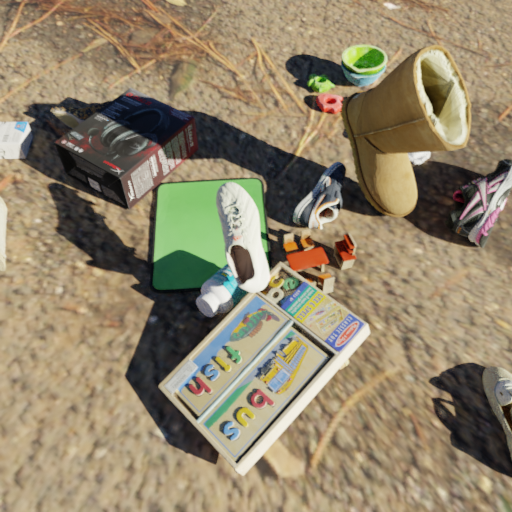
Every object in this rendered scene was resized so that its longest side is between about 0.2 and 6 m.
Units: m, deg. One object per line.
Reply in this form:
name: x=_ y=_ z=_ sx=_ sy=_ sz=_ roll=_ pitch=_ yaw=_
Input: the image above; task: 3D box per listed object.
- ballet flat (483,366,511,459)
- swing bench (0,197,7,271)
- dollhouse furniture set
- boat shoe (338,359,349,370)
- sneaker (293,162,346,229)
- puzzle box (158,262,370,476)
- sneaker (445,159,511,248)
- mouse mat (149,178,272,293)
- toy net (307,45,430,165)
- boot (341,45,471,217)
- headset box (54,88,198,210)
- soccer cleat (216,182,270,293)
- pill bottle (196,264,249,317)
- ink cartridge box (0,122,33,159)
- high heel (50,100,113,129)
ballet flat: x=4.367 y=2.651 z=9.228 sx=0.697 sy=0.645 sz=2.067 roll=-5 pitch=51 yaw=-4
swing bench: x=-6.108 y=-0.523 z=11.457 sx=1.733 sy=1.124 sz=1.724 roll=-12 pitch=52 yaw=-10
dollhouse furniture set: x=1.290 y=0.009 z=11.292 sx=1.342 sy=0.699 sz=1.356 roll=-13 pitch=53 yaw=-11
boat shoe: x=0.689 y=1.636 z=10.063 sx=1.982 sy=0.706 sz=0.639 roll=22 pitch=66 yaw=26
sneaker: x=1.606 y=-1.271 z=12.317 sx=0.727 sy=0.718 sz=1.831 roll=28 pitch=67 yaw=26
puzzle box: x=0.118 y=1.771 z=9.458 sx=2.091 sy=0.400 sz=3.143 roll=36 pitch=74 yaw=32
sneaker: x=4.909 y=-1.350 z=12.221 sx=1.055 sy=0.982 sz=2.445 roll=26 pitch=55 yaw=20
mouse mat: x=-0.982 y=-0.539 z=12.090 sx=2.503 sy=0.117 sz=3.110 roll=-3 pitch=53 yaw=-1
toy net: x=2.954 y=-3.867 z=14.314 sx=2.181 sy=0.803 sz=4.158 roll=-16 pitch=54 yaw=-13
boot: x=2.839 y=-2.032 z=10.504 sx=1.130 sy=3.416 sz=2.992 roll=-30 pitch=101 yaw=-8
headset box: x=-2.871 y=-2.661 z=13.176 sx=2.086 sy=1.082 sz=2.803 roll=29 pitch=59 yaw=21
soccer cleat: x=-0.277 y=-0.370 z=9.690 sx=0.713 sy=0.798 sz=2.058 roll=-22 pitch=77 yaw=23
pill bottle: x=-0.547 y=0.603 z=10.595 sx=0.709 sy=0.709 sz=1.280 roll=31 pitch=51 yaw=22
ink cartridge box: x=-6.195 y=-2.816 z=13.664 sx=1.190 sy=0.502 sz=0.869 roll=-1 pitch=51 yaw=-1
high heel: x=-4.337 y=-3.733 z=14.316 sx=1.546 sy=0.552 sz=1.102 roll=18 pitch=59 yaw=-7
